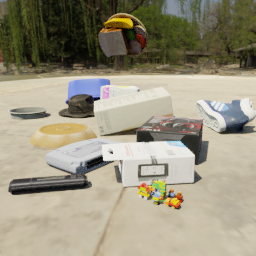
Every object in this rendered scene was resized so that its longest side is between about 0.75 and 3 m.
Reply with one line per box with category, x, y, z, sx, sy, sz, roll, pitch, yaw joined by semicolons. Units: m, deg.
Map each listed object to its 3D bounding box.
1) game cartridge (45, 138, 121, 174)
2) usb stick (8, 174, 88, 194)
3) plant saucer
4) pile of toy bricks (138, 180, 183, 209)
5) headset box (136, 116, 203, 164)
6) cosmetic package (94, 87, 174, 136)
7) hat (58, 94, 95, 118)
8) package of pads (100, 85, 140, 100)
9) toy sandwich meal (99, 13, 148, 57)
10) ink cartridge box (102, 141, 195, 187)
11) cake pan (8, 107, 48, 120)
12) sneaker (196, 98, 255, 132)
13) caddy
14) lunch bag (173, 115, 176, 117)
game cartridge;-1.121;0.702;7.619;1.341;0.412;2.015;15;20;36
usb stick;-1.672;1.172;5.947;1.609;0.262;0.446;-3;7;-11
plant saucer;-2.192;0.188;9.578;2.274;0.403;2.274;0;14;0
pile of toy bricks;0.653;1.204;5.442;0.879;0.434;0.488;10;17;34
headset box;1.343;0.238;8.416;1.690;0.853;2.274;5;15;18
cosmetic package;0.175;-0.656;10.447;2.766;0.983;1.455;-12;21;0
hat;-2.263;-1.180;13.873;2.386;0.962;2.386;0;14;0
package of pads;-0.383;-1.282;13.155;1.846;1.426;0.629;5;10;11
toy sandwich meal;-0.302;-5.165;16.218;3.045;3.045;1.043;8;48;28
ink cartridge box;0.407;0.805;6.528;1.988;0.674;1.153;-2;14;-6
cake pan;-4.746;-0.719;13.347;1.778;0.326;1.778;0;14;0
sneaker;3.932;-0.683;11.081;1.783;0.981;2.435;-18;23;-3
caddy;-2.031;-1.732;15.261;2.758;1.447;1.949;-4;-8;-2
lunch bag;1.495;-0.262;11.074;0.896;0.569;0.759;4;12;-31
